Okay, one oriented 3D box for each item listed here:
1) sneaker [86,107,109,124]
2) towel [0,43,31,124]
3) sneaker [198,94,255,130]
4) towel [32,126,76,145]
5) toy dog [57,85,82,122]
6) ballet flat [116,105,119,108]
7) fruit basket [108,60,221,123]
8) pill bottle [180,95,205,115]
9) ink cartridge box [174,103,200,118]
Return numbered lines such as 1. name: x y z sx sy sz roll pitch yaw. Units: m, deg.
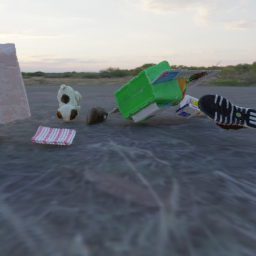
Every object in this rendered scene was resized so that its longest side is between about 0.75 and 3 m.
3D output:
1. sneaker: -0.924 -0.417 8.787 0.521 0.486 1.380 12 16 3
2. towel: -3.361 -0.800 6.076 2.156 2.059 0.348 -14 49 -18
3. sneaker: 1.902 -0.217 5.737 1.396 0.528 0.807 19 -15 -13
4. towel: -1.519 0.154 5.800 0.795 0.119 0.582 4 26 -3
5. toy dog: -1.861 -0.708 8.845 0.780 1.118 1.084 -3 -33 -6
6. ballet flat: -0.112 -0.758 11.016 0.401 0.436 1.271 43 14 12
7. fruit basket: 1.137 -1.007 8.505 2.794 1.310 2.588 -4 -18 -42
8. pill bottle: 2.453 -0.792 10.174 1.006 0.524 0.524 19 5 -16
9. ink cartridge box: 1.897 -0.560 9.006 0.503 0.197 1.063 -33 -22 29
